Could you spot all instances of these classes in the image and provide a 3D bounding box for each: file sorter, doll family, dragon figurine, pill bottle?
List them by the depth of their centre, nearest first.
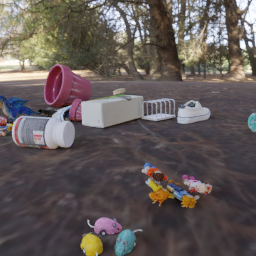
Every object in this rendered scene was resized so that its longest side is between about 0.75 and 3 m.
[{"bbox_3d":[0.812,1.103,4.932,1.317,0.593,0.817,16,2,-11],"label":"doll family"},{"bbox_3d":[-2.455,0.137,8.212,1.591,0.922,0.922,4,13,15],"label":"pill bottle"},{"bbox_3d":[-4.242,0.000,9.979,0.608,0.441,0.979,8,14,33],"label":"doll family"},{"bbox_3d":[-4.868,-0.967,12.496,0.755,1.276,2.566,12,16,42],"label":"dragon figurine"},{"bbox_3d":[1.414,-0.863,12.885,1.344,0.837,0.933,-12,15,-41],"label":"file sorter"}]

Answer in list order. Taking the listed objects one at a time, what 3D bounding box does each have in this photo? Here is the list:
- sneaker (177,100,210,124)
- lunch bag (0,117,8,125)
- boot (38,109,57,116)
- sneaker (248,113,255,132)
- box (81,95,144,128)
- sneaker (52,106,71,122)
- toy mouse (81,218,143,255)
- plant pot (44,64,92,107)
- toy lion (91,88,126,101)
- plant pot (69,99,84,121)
[{"bbox_3d":[3.053,-0.795,12.616,0.900,0.873,2.465,10,16,35],"label":"sneaker"},{"bbox_3d":[-5.382,-0.305,11.696,0.680,0.316,0.772,-9,15,-37],"label":"lunch bag"},{"bbox_3d":[-3.823,-0.754,13.408,0.853,0.330,0.590,-7,-16,33],"label":"boot"},{"bbox_3d":[5.598,-0.185,9.991,1.050,0.893,2.302,-5,14,-40],"label":"sneaker"},{"bbox_3d":[-0.580,-0.787,12.151,1.209,1.006,2.943,7,14,34],"label":"box"},{"bbox_3d":[-2.829,-0.702,12.800,0.791,0.684,1.825,-1,11,17],"label":"sneaker"},{"bbox_3d":[-0.201,1.441,3.842,0.919,0.200,1.034,-5,13,-23],"label":"toy mouse"},{"bbox_3d":[-3.597,-2.438,17.254,2.246,2.509,2.509,9,4,-39],"label":"plant pot"},{"bbox_3d":[-1.440,-1.504,15.939,2.794,1.001,2.915,-12,7,1],"label":"toy lion"},{"bbox_3d":[-1.959,-0.705,12.287,0.886,0.990,0.990,18,15,9],"label":"plant pot"}]
